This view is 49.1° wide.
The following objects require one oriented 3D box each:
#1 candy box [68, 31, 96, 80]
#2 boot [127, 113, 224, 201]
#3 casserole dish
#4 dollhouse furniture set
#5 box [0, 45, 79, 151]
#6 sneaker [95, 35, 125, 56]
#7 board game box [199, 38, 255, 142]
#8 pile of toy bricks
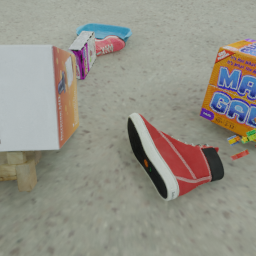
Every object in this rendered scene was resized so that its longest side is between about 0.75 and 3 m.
[{"bbox_3d":[-1.787,-2.927,11.156,0.560,1.252,1.837,7,40,8],"label":"candy box"},{"bbox_3d":[1.216,0.466,7.365,1.923,0.965,2.665,-16,50,-19],"label":"boot"},{"bbox_3d":[-1.163,-4.476,13.586,2.801,0.543,1.697,13,41,14],"label":"casserole dish"},{"bbox_3d":[-3.317,1.652,6.267,2.499,2.141,2.628,-6,5,-8],"label":"dollhouse furniture set"},{"bbox_3d":[-2.240,-0.826,7.055,1.548,2.217,2.911,-1,11,-2],"label":"box"},{"bbox_3d":[-1.155,-3.521,12.446,2.097,0.773,0.909,-2,54,2],"label":"sneaker"},{"bbox_3d":[3.729,-1.140,8.076,2.120,2.119,2.118,30,38,31],"label":"board game box"},{"bbox_3d":[2.246,0.144,4.915,1.105,0.546,0.613,-28,77,19],"label":"pile of toy bricks"}]
